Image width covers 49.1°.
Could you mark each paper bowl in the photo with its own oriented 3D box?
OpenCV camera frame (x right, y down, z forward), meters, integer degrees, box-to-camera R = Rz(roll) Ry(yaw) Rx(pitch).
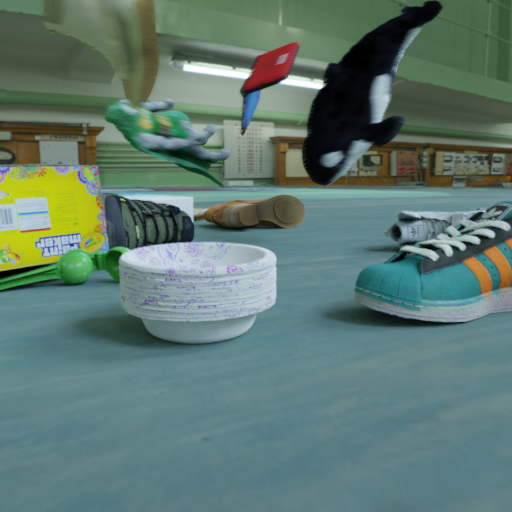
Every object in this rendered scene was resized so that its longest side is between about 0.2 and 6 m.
[{"bbox_3d":[-0.610,0.383,6.012,1.658,0.862,1.658,0,9,0],"label":"paper bowl"}]

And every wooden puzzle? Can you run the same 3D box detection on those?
[{"bbox_3d":[-2.262,-1.407,18.929,2.034,0.379,1.881,-1,8,24],"label":"wooden puzzle"}]

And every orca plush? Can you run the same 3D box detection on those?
[{"bbox_3d":[2.091,-3.480,11.350,1.489,4.189,2.204,20,27,-54],"label":"orca plush"}]

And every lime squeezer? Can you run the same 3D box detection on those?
[{"bbox_3d":[-2.395,0.311,8.186,3.043,0.574,1.075,0,42,-3],"label":"lime squeezer"}]

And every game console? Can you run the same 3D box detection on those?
[{"bbox_3d":[0.254,-3.125,10.464,1.297,0.893,1.505,-12,39,26],"label":"game console"}]

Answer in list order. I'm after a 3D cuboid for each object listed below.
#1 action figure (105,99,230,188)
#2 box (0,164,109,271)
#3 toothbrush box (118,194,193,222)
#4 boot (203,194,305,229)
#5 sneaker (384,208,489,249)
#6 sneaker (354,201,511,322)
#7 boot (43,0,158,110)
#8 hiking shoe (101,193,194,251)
[{"bbox_3d":[-1.761,-2.453,11.164,0.924,1.996,3.379,-38,-15,22],"label":"action figure"},{"bbox_3d":[-4.064,-0.522,8.733,2.341,1.483,2.430,-4,5,38],"label":"box"},{"bbox_3d":[-3.075,-1.168,15.314,2.256,0.962,1.652,6,11,32],"label":"toothbrush box"},{"bbox_3d":[-0.065,-1.214,16.337,2.601,0.997,2.019,-15,12,-34],"label":"boot"},{"bbox_3d":[3.734,-0.456,11.195,1.436,0.939,2.499,-4,5,-22],"label":"sneaker"},{"bbox_3d":[2.689,-0.007,6.928,3.352,1.339,1.196,-4,10,-23],"label":"sneaker"},{"bbox_3d":[-2.206,-3.057,8.030,1.469,0.688,1.890,17,-31,3],"label":"boot"},{"bbox_3d":[-2.117,-0.640,10.988,1.726,1.298,3.428,-3,8,0],"label":"hiking shoe"}]
